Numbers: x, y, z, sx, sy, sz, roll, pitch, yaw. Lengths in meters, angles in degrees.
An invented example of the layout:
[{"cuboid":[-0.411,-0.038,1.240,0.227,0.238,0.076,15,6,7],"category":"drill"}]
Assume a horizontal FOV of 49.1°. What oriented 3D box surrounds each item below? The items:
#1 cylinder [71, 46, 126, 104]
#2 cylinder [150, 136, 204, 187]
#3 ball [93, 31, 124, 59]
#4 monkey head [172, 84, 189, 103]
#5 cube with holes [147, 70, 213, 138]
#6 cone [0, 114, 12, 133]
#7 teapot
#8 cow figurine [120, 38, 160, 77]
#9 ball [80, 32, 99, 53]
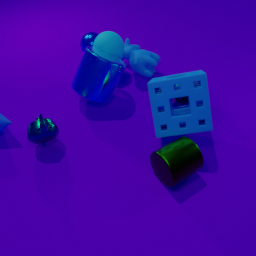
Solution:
[{"cuboid":[-0.892,-1.591,8.412,1.276,1.276,1.276,24,22,-10],"category":"cylinder"},{"cuboid":[1.182,0.809,6.852,0.948,0.948,0.948,-26,54,-22],"category":"cylinder"},{"cuboid":[-0.632,-2.650,9.221,1.015,1.015,1.015,0,49,0],"category":"ball"},{"cuboid":[1.760,-1.079,8.547,1.186,0.715,0.853,-3,18,2],"category":"monkey head"},{"cuboid":[1.352,-0.668,7.272,1.363,1.363,1.363,-8,13,12],"category":"cube with holes"},{"cuboid":[-3.458,-0.137,7.574,0.869,0.866,0.866,0,46,25],"category":"cone"},{"cuboid":[-2.271,0.016,7.390,0.834,1.341,0.657,-17,80,-23],"category":"teapot"},{"cuboid":[0.269,-2.381,9.510,1.563,0.872,1.588,24,25,3],"category":"cow figurine"},{"cuboid":[-1.304,-3.046,10.233,0.878,0.878,0.878,0,49,0],"category":"ball"}]
